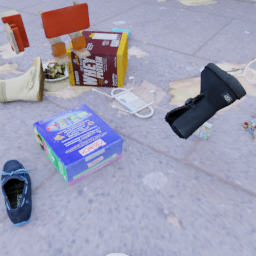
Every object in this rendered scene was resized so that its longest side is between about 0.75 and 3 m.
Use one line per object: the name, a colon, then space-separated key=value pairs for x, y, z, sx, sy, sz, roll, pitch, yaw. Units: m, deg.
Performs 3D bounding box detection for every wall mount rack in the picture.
wall mount rack: x=-0.136 y=-1.209 z=11.111 sx=2.087 sy=0.895 sz=2.402 roll=-26 pitch=46 yaw=-27

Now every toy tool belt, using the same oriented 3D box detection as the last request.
toy tool belt: x=4.576 y=-0.083 z=10.048 sx=0.572 sy=0.563 sz=0.917 roll=-27 pitch=47 yaw=-28

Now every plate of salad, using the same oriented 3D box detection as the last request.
plate of salad: x=-3.506 y=-2.794 z=13.308 sx=1.823 sy=0.438 sz=1.823 roll=1 pitch=41 yaw=-1

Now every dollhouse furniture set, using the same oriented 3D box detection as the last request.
dollhouse furniture set: x=-2.545 y=-3.371 z=9.153 sx=2.792 sy=2.823 sz=1.454 roll=-24 pitch=48 yaw=-20

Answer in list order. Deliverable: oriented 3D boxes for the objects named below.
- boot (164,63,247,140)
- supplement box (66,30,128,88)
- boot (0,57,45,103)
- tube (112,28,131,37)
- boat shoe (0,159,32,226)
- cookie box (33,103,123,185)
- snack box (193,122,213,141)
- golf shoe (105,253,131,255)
boot: x=1.822 y=-0.744 z=7.506 sx=1.958 sy=0.890 sz=2.330 roll=-37 pitch=18 yaw=12
supplement box: x=-1.318 y=-3.202 z=12.854 sx=2.446 sy=1.624 sz=2.412 roll=4 pitch=41 yaw=4
boot: x=-4.570 y=-2.070 z=11.976 sx=1.865 sy=0.873 sz=2.399 roll=-5 pitch=58 yaw=-4
tube: x=-0.431 y=-5.109 z=15.849 sx=1.144 sy=0.745 sz=2.956 roll=11 pitch=37 yaw=-6
boat shoe: x=-3.104 y=1.604 z=7.914 sx=0.958 sy=0.781 sz=2.276 roll=-20 pitch=45 yaw=-22
cookie box: x=-1.665 y=0.412 z=9.209 sx=2.037 sy=0.895 sz=2.381 roll=-26 pitch=47 yaw=-27
snack box: x=2.520 y=-0.010 z=9.930 sx=0.853 sy=0.607 sz=0.226 roll=32 pitch=49 yaw=31
golf shoe: x=0.149 y=3.094 z=6.270 sx=1.585 sy=0.698 sz=0.612 roll=10 pitch=43 yaw=14
